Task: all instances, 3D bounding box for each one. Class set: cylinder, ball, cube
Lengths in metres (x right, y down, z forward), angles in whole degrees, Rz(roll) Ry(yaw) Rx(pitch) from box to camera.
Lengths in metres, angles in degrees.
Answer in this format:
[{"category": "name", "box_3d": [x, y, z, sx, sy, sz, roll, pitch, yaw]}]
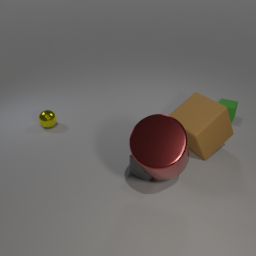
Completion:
[{"category": "cylinder", "box_3d": [0.854, 0.533, 7.264, 1.400, 1.400, 1.400, -5, 68, 12]}, {"category": "ball", "box_3d": [-3.152, -0.360, 10.989, 0.700, 0.700, 0.700, 0, 31, 0]}, {"category": "cube", "box_3d": [0.522, 1.075, 8.625, 0.700, 0.700, 0.700, 20, 37, 30]}, {"category": "cube", "box_3d": [4.074, -0.724, 11.593, 0.700, 0.700, 0.700, 16, 34, 24]}, {"category": "cube", "box_3d": [2.431, -0.077, 9.395, 1.400, 1.400, 1.400, -41, 43, -8]}]
